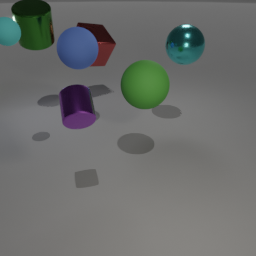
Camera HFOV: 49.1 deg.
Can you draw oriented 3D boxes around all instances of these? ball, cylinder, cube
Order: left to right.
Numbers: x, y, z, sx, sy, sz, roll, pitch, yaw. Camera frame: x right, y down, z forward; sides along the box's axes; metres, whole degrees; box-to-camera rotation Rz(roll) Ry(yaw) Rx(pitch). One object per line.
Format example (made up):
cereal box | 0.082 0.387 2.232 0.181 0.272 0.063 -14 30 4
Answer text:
ball | -3.097 -2.449 7.120 0.700 0.700 0.700 0 28 0
cylinder | -3.594 -3.950 10.726 1.400 1.400 1.400 3 49 -4
cylinder | -1.068 -0.435 5.895 0.700 0.700 0.700 -7 63 -14
ball | -1.718 -2.714 9.567 1.400 1.400 1.400 0 28 0
cube | -1.667 -3.843 13.009 1.400 1.400 1.400 -12 60 -40
ball | 0.487 -1.234 8.027 1.400 1.400 1.400 0 28 0
ball | 2.039 -2.969 10.026 1.400 1.400 1.400 0 28 0
